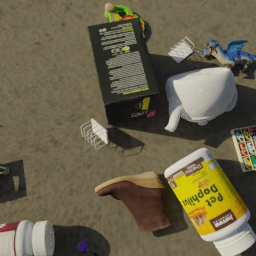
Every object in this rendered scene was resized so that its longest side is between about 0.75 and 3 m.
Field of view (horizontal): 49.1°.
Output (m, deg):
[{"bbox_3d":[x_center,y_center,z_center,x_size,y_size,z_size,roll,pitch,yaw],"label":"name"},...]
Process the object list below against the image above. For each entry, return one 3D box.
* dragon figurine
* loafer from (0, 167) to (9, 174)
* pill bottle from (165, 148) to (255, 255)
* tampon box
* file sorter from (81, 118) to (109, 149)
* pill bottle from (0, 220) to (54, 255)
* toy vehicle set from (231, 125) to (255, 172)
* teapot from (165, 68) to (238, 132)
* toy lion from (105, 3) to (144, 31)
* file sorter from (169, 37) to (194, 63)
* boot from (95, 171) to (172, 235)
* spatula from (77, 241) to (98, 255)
[{"bbox_3d":[4.066,-2.807,10.504,2.573,0.757,1.279,-8,74,-1],"label":"dragon figurine"},{"bbox_3d":[-4.528,1.430,9.513,0.915,0.319,0.320,-1,74,0],"label":"loafer"},{"bbox_3d":[2.530,2.239,8.586,1.637,1.637,2.997,-29,76,-8],"label":"pill bottle"},{"bbox_3d":[-0.158,-1.842,9.519,1.769,2.100,2.802,-12,74,-3],"label":"tampon box"},{"bbox_3d":[-1.142,0.213,9.493,0.538,0.599,0.864,-30,49,-27],"label":"file sorter"},{"bbox_3d":[-3.507,3.509,8.410,2.346,1.285,1.285,-9,74,-2],"label":"pill bottle"},{"bbox_3d":[4.283,0.708,9.783,0.950,0.203,1.530,-11,74,-3],"label":"toy vehicle set"},{"bbox_3d":[2.494,-0.979,9.462,2.429,2.397,1.774,-7,107,18],"label":"teapot"},{"bbox_3d":[-0.120,-4.173,11.086,1.487,0.533,1.551,-6,74,-9],"label":"toy lion"},{"bbox_3d":[2.057,-2.995,10.699,0.798,0.497,0.553,-39,78,-11],"label":"file sorter"},{"bbox_3d":[0.173,2.461,8.960,2.214,0.801,1.842,-11,73,-7],"label":"boot"},{"bbox_3d":[-1.172,3.949,8.904,0.956,0.098,0.270,32,77,9],"label":"spatula"}]
